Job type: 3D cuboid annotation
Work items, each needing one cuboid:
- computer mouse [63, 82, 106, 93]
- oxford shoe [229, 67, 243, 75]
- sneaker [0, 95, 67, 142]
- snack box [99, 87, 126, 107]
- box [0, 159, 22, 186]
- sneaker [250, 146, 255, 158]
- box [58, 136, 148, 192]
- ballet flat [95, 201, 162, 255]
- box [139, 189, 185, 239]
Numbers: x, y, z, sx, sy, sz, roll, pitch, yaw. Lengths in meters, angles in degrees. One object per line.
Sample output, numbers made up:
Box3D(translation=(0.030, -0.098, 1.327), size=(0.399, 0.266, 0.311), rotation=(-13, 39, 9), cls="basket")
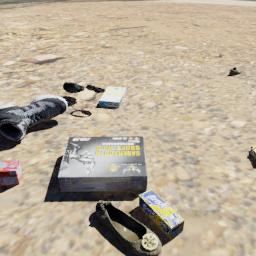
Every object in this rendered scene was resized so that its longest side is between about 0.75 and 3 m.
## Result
Box3D(translation=(-2.001, -1.673, 12.373), size=(2.536, 0.432, 0.743), rotation=(12, -6, 40), cls="computer mouse")
Box3D(translation=(6.043, -3.198, 15.563), size=(0.998, 0.373, 0.352), rotation=(-21, 38, -29), cls="oxford shoe")
Box3D(translation=(-3.635, -0.318, 10.445), size=(2.854, 1.077, 1.624), rotation=(-13, 35, -9), cls="sneaker")
Box3D(translation=(-0.675, -1.455, 12.889), size=(0.911, 0.291, 1.568), rotation=(6, 33, 9), cls="snack box")
Box3D(translation=(-3.775, 1.336, 8.240), size=(1.131, 0.564, 0.540), rotation=(-5, 33, -7), cls="box")
Box3D(translation=(4.231, 0.878, 9.247), size=(0.389, 0.323, 0.863), rotation=(4, 25, 22), cls="sneaker")
Box3D(translation=(-0.713, 1.046, 8.648), size=(2.516, 0.608, 1.992), rotation=(0, 32, 0), cls="box")
Box3D(translation=(-0.053, 2.336, 6.746), size=(0.688, 0.474, 2.043), rotation=(-28, 42, -36), cls="ballet flat")
Box3D(translation=(0.816, 2.138, 7.117), size=(0.454, 0.417, 1.296), rotation=(-20, 37, -29), cls="box")
